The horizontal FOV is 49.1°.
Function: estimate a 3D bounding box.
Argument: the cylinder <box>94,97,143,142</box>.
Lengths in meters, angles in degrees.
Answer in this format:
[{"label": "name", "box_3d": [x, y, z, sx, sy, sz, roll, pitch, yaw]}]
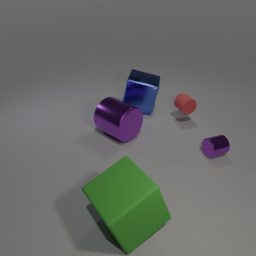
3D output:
[{"label": "cylinder", "box_3d": [-0.371, -0.350, 10.876, 1.400, 1.400, 1.400, 27, 40, 36]}]

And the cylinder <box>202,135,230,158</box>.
[{"label": "cylinder", "box_3d": [3.107, 0.644, 9.944, 0.700, 0.700, 0.700, -12, 34, -20]}]

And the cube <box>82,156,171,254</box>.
[{"label": "cube", "box_3d": [-0.024, 1.847, 6.877, 1.400, 1.400, 1.400, -35, 40, -14]}]

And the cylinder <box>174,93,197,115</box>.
[{"label": "cylinder", "box_3d": [2.409, -1.021, 11.788, 0.700, 0.700, 0.700, -12, 32, -18]}]

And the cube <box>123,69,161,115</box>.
[{"label": "cube", "box_3d": [0.601, -1.660, 12.779, 1.400, 1.400, 1.400, 15, 33, 1]}]
